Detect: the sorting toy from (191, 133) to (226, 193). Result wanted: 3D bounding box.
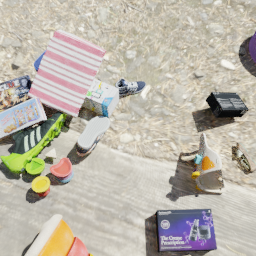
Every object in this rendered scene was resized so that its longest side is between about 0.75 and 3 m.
[{"bbox_3d":[2.654,1.108,9.449,0.982,1.837,1.654,-9,52,18],"label":"sorting toy"}]

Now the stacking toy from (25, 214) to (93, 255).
[{"bbox_3d":[-1.533,4.117,7.953,3.000,2.192,2.192,34,68,-1],"label":"stacking toy"}]

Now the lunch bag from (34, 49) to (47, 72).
[{"bbox_3d":[-2.466,-2.535,11.104,1.523,1.484,2.242,30,69,13],"label":"lunch bag"}]

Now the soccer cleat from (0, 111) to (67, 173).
[{"bbox_3d":[-3.349,0.318,10.053,1.142,0.952,2.819,35,73,8],"label":"soccer cleat"}]

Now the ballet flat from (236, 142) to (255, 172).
[{"bbox_3d":[4.155,1.052,10.026,0.395,0.399,1.173,-26,67,-11],"label":"ballet flat"}]

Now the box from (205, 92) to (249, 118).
[{"bbox_3d":[3.697,-0.868,10.470,1.289,0.508,0.910,-1,54,-25],"label":"box"}]

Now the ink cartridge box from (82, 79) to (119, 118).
[{"bbox_3d":[-1.093,-1.172,10.783,1.231,0.899,0.903,23,66,11],"label":"ink cartridge box"}]

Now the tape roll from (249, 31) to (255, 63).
[{"bbox_3d":[6.645,-3.522,11.921,2.665,0.874,2.665,0,65,-1],"label":"tape roll"}]

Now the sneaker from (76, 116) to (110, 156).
[{"bbox_3d":[-1.330,0.279,10.265,0.734,0.743,1.872,32,44,8],"label":"sneaker"}]

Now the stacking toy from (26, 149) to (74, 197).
[{"bbox_3d":[-2.732,1.574,9.775,1.502,0.635,1.360,-30,57,-23],"label":"stacking toy"}]

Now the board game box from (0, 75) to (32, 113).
[{"bbox_3d":[-4.756,-1.227,11.117,2.009,0.348,1.361,-19,66,-9],"label":"board game box"}]

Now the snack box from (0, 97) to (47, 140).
[{"bbox_3d":[-4.150,-0.257,10.107,2.444,0.297,0.878,-21,84,13],"label":"snack box"}]

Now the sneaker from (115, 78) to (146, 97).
[{"bbox_3d":[0.100,-1.697,11.127,1.355,0.735,0.475,-17,66,-8],"label":"sneaker"}]

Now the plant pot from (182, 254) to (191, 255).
[{"bbox_3d":[1.604,4.337,8.205,1.001,0.887,1.002,-15,66,-7],"label":"plant pot"}]

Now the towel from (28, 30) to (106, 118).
[{"bbox_3d":[-2.200,-1.948,10.128,2.004,0.410,2.738,25,93,3],"label":"towel"}]

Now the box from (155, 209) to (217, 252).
[{"bbox_3d":[1.785,3.230,8.851,1.743,0.687,1.230,-2,62,-1],"label":"box"}]
